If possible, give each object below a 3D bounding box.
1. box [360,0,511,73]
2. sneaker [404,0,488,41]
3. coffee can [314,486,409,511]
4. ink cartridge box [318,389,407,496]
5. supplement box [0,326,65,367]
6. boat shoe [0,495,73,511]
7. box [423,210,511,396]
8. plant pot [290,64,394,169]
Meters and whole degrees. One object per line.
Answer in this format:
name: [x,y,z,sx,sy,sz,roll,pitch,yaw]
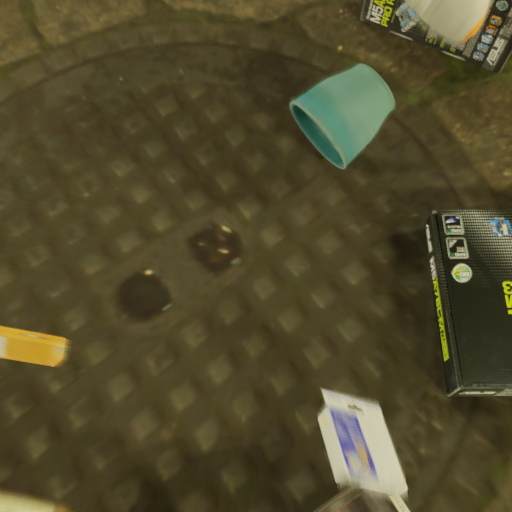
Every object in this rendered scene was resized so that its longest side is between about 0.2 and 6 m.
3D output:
box: [3.153,-4.595,8.419,2.646,3.303,0.731,27,68,12]
sneaker: [1.890,-3.703,7.295,1.146,0.943,2.492,-25,72,-28]
coffee can: [1.365,3.227,6.092,1.038,1.038,1.419,-29,69,-13]
ink cartridge box: [1.112,2.012,6.051,0.972,0.231,0.984,24,32,-31]
supplement box: [-1.965,0.753,4.698,0.653,0.217,0.225,8,99,2]
boat shoe: [-2.025,3.130,5.691,2.924,1.082,0.971,20,60,-11]
box: [3.725,0.593,7.534,2.607,0.619,2.518,1,63,1]
plant pot: [1.319,-2.126,8.197,1.156,1.231,1.231,-41,71,1]
